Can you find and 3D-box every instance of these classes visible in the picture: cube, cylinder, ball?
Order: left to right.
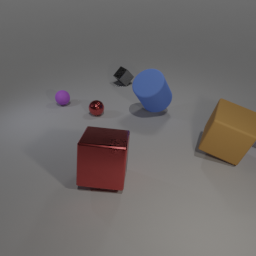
[{"bbox_3d":[-3.131,-1.457,13.399,0.700,0.700,0.700,0,31,0],"label":"ball"},{"bbox_3d":[-1.414,-0.901,12.557,0.700,0.700,0.700,0,31,0],"label":"ball"},{"bbox_3d":[-0.725,0.885,8.552,1.400,1.400,1.400,6,21,2],"label":"cube"},{"bbox_3d":[-0.246,-2.882,15.609,0.700,0.700,0.700,-51,43,0],"label":"cube"},{"bbox_3d":[1.067,-1.590,12.082,1.400,1.400,1.400,-10,62,19],"label":"cylinder"},{"bbox_3d":[3.411,0.116,9.496,1.400,1.400,1.400,24,43,9],"label":"cube"}]
